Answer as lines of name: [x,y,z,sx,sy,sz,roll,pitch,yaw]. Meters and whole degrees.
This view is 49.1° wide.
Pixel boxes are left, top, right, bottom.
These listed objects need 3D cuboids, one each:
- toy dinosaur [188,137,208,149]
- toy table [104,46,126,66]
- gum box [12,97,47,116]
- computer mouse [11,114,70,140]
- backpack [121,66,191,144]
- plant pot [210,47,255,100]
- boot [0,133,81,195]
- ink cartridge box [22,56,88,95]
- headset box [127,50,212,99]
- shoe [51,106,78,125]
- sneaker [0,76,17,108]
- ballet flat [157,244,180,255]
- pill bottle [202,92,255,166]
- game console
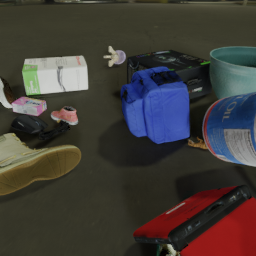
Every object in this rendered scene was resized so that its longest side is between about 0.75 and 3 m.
toy dinosaur: [2.136,0.439,7.350,1.073,0.324,0.570,8,50,28]
toy table: [-0.685,-3.535,13.881,0.606,0.952,1.035,-7,0,-40]
gum box: [-3.290,-0.728,9.288,0.972,0.322,0.552,11,31,12]
computer mouse: [-2.541,-0.185,8.215,1.733,0.399,1.217,18,27,35]
backpack: [0.714,-0.830,8.041,1.833,1.775,2.184,-5,30,-4]
plant pot: [3.932,-1.452,9.121,2.690,1.802,2.690,0,28,0]
boot: [-2.284,0.611,6.521,2.032,0.732,1.571,-19,34,-27]
ink cartridge box: [-2.867,-2.160,11.217,2.361,0.992,1.718,-7,30,-12]
headset box: [1.628,-1.987,10.668,2.313,1.232,2.657,-17,33,-28]
shoe: [-1.994,-0.470,8.707,1.050,0.478,0.375,18,34,29]
sneaker: [-4.503,-1.103,9.936,0.759,0.653,1.794,-41,46,2]
ballet flat: [0.665,1.990,4.225,0.499,0.521,1.481,4,29,9]
pill bottle: [2.735,0.012,5.284,1.525,1.525,2.717,-10,2,-17]
game console: [1.376,1.802,4.516,1.945,1.155,1.676,-17,-7,-36]
